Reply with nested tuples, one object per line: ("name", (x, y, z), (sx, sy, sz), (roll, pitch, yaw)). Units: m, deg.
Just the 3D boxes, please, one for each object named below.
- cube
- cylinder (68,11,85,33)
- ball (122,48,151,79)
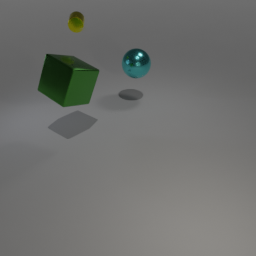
("cube", (-2.136, -1.719, 10.076), (1.400, 1.400, 1.400), (32, 24, 24))
("cylinder", (-2.300, -4.724, 12.483), (0.700, 0.700, 0.700), (-2, 43, -3))
("ball", (0.396, -3.065, 13.332), (1.400, 1.400, 1.400), (0, 30, 0))
